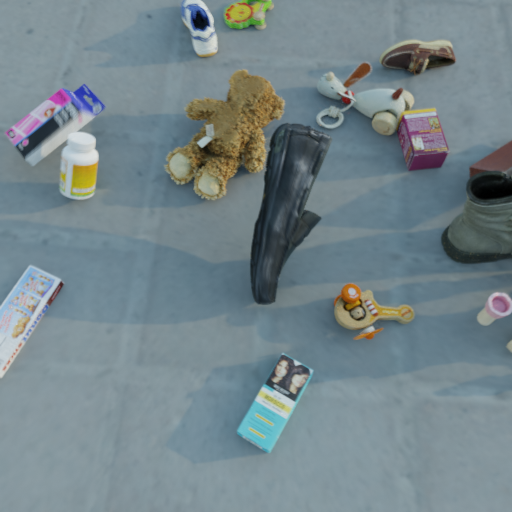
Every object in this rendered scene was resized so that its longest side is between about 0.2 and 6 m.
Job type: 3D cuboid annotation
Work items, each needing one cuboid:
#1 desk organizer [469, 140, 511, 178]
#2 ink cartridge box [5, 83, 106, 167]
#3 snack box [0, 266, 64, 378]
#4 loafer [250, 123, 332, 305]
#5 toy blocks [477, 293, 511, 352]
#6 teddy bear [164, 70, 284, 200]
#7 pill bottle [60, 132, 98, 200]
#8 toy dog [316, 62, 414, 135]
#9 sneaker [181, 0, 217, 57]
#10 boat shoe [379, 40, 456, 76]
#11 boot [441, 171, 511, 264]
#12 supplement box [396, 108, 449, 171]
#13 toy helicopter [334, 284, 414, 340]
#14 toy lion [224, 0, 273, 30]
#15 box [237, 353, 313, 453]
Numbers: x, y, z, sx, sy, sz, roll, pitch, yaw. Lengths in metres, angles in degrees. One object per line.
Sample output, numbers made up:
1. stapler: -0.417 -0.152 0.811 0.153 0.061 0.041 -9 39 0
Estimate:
1. desk organizer: 5.009 -1.736 10.788 1.914 0.686 0.737 -30 32 -25
2. ink cartridge box: -3.893 -2.626 10.876 1.846 0.342 0.874 -40 66 -7
3. snack box: -4.181 1.109 9.756 0.687 0.232 1.910 23 67 11
4. loafer: 0.566 -0.638 9.506 1.100 1.064 3.134 10 99 -5
5. toy blocks: 5.044 0.935 9.068 1.809 1.629 1.936 -34 69 -15
6. teddy bear: -0.608 -2.343 11.147 1.978 0.911 2.728 13 73 14
7. pill bottle: -3.314 -1.693 10.500 0.638 1.149 0.638 12 34 -8
8. toy dog: 2.243 -3.297 11.423 2.026 0.976 1.336 8 65 4
9. sneaker: -1.258 -5.325 12.497 0.667 0.781 1.773 -18 65 -7
10. boat shoe: 3.516 -4.241 12.107 1.656 0.598 0.596 -7 63 -10
11. boot: 4.984 -0.708 9.546 3.303 2.157 1.118 -6 65 -3
12. supplement box: 3.309 -2.323 11.191 0.718 0.566 1.096 -5 65 -3
13. toy helicopter: 2.050 1.039 9.649 1.420 0.560 0.939 4 60 -8
14. toy lion: -0.210 -5.646 12.930 0.996 0.357 1.039 12 65 14
15. box: 0.319 2.375 9.090 0.605 0.361 1.470 28 68 12
